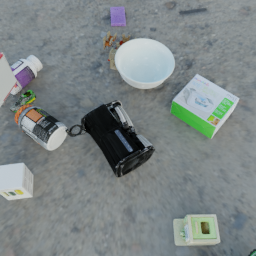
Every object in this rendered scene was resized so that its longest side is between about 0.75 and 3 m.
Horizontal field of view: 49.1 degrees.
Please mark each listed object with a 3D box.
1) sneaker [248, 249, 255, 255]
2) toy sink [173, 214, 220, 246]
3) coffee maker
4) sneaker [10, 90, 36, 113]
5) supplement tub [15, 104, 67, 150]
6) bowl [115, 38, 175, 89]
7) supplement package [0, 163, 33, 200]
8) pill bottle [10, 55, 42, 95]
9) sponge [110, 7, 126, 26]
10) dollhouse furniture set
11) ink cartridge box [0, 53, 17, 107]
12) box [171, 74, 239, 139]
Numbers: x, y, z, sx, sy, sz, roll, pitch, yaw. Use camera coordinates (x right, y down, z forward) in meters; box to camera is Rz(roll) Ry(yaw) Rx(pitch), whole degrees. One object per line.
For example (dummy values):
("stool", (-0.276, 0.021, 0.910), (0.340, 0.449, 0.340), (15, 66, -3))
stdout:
("sneaker", (3.007, 3.888, 7.024), (0.795, 0.869, 2.039), (35, 78, 20))
("toy sink", (1.890, 2.848, 7.831), (1.135, 0.636, 0.740), (0, 60, 0))
("coffee maker", (-0.515, 0.468, 8.943), (2.024, 1.419, 2.107), (-36, 63, 2))
("sneaker", (-3.868, -1.001, 10.177), (0.422, 0.460, 1.080), (33, 66, 17))
("supplement tub", (-2.906, -0.062, 9.320), (1.619, 0.992, 0.992), (33, 65, 18))
("bowl", (0.586, -2.242, 10.564), (2.191, 0.985, 2.191), (2, 60, -3))
("supplement package", (-3.349, 1.609, 8.342), (0.758, 0.998, 0.752), (-7, 60, -4))
("pill bottle", (-4.005, -2.048, 10.552), (0.853, 0.853, 1.531), (33, 65, 18))
("sponge", (-0.455, -5.059, 12.703), (0.653, 0.175, 1.170), (-3, 60, -2))
("dollhouse furniture set", (-0.300, -3.124, 11.381), (1.537, 0.792, 1.520), (17, 50, 9))
("ink cartridge box", (-4.077, -0.949, 6.680), (2.175, 0.907, 1.579), (-1, 46, 12))
("box", (2.664, -0.776, 9.838), (1.747, 0.845, 1.542), (37, 68, 20))
